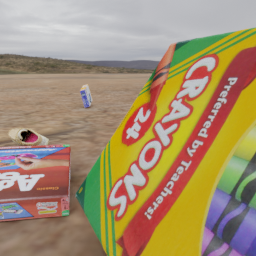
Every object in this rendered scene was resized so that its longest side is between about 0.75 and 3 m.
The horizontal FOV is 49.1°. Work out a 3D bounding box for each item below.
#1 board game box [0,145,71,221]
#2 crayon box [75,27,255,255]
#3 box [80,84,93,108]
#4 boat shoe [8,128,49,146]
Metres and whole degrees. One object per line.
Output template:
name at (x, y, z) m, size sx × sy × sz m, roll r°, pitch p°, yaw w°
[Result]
board game box at (-2.213, 0.644, 3.397) m, size 2.969 × 0.289 × 1.528 m, roll -2°, pitch 19°, yaw -11°
crayon box at (0.661, 0.273, 1.454) m, size 0.653 × 1.632 × 2.571 m, roll 34°, pitch -5°, yaw -25°
box at (-1.562, -1.197, 10.462) m, size 0.229 × 0.658 × 1.105 m, roll -12°, pitch 20°, yaw 6°
boat shoe at (-1.943, 0.144, 5.324) m, size 0.961 × 0.354 × 0.332 m, roll 12°, pitch -22°, yaw 25°
